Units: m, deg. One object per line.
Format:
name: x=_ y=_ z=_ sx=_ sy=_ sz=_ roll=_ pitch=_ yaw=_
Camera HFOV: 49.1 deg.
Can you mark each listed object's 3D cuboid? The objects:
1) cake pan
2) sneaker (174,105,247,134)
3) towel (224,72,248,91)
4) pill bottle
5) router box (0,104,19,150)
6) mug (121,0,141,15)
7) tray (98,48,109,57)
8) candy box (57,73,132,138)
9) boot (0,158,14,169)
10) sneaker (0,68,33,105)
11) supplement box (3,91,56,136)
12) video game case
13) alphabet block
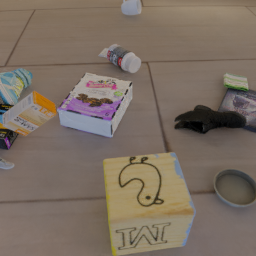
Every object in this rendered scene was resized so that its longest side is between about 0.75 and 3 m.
cake pan: x=3.426 y=1.925 z=8.942 sx=1.422 sy=0.261 sz=1.422 roll=0 pitch=44 yaw=0
sneaker: x=3.159 y=-0.192 z=10.847 sx=2.488 sy=0.747 sz=1.298 roll=18 pitch=46 yaw=24
towel: x=5.003 y=-2.165 z=12.984 sx=1.103 sy=0.227 sz=1.478 roll=13 pitch=32 yaw=11
pill bottle: x=-0.213 y=-3.465 z=14.041 sx=0.955 sy=0.955 sz=1.678 roll=-32 pitch=53 yaw=-29
router box: x=-5.406 y=-0.168 z=10.836 sx=2.504 sy=0.639 sz=1.867 roll=6 pitch=44 yaw=6
mug: x=0.149 y=-8.257 z=18.756 sx=1.170 sy=1.334 sz=0.985 roll=-1 pitch=32 yaw=22
tray: x=-1.245 y=-4.174 z=15.401 sx=0.483 sy=0.100 sz=0.900 roll=15 pitch=46 yaw=14
candy box: x=-1.245 y=-1.037 z=11.515 sx=2.224 sy=0.949 sz=2.652 roll=13 pitch=45 yaw=13
boot: x=-4.331 y=1.190 z=9.631 sx=0.766 sy=0.366 sz=0.282 roll=3 pitch=44 yaw=3
sneaker: x=-4.874 y=-1.864 z=12.351 sx=1.670 sy=1.017 sz=2.557 roll=-24 pitch=50 yaw=-21
supplement box: x=-2.977 y=-0.404 z=8.470 sx=1.364 sy=0.860 sz=0.502 roll=-32 pitch=53 yaw=18
video game case: x=4.915 y=-0.908 z=11.918 sx=1.817 sy=0.241 sz=2.544 roll=21 pitch=47 yaw=20
alphabet block: x=0.441 y=2.042 z=7.587 sx=2.023 sy=1.987 sz=1.976 roll=-6 pitch=43 yaw=-6
